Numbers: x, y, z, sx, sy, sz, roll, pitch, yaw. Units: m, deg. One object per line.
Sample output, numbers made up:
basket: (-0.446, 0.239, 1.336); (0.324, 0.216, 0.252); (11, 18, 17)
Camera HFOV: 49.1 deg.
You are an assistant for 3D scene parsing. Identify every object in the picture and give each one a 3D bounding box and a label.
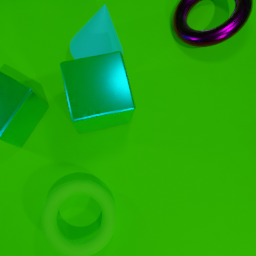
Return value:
ring: (-1.078, 1.990, 6.247); (1.670, 0.334, 1.670); (2, 71, -6)
ring: (2.118, -2.991, 7.223); (2.037, 0.407, 2.037); (-12, 64, 26)
cone: (-0.664, -2.397, 6.787); (1.396, 1.401, 1.396); (6, 60, -11)
cube: (-0.690, -0.767, 6.544); (1.375, 1.375, 1.375); (-13, 79, -7)
cube: (-2.896, -0.466, 6.584); (1.276, 1.276, 1.276); (30, 79, 8)
